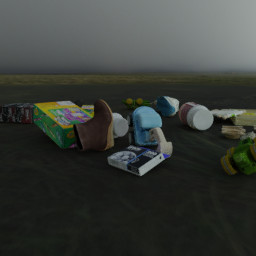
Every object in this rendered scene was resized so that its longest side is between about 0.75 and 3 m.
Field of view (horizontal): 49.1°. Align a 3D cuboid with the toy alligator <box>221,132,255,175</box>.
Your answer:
[{"bbox_3d":[3.087,0.652,7.072,0.936,0.678,2.823,-31,-6,32],"label":"toy alligator"}]

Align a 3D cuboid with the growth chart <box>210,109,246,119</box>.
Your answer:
[{"bbox_3d":[4.375,-0.720,13.837,1.926,0.236,2.662,-12,8,-29],"label":"growth chart"}]

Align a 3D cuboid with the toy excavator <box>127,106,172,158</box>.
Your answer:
[{"bbox_3d":[0.689,0.112,8.573,0.979,1.906,1.960,-2,-16,-13],"label":"toy excavator"}]

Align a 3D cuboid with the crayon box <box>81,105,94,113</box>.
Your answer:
[{"bbox_3d":[-2.127,-0.825,14.507,1.914,0.558,1.137,-1,14,-3],"label":"crayon box"}]

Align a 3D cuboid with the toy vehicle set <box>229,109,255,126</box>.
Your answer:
[{"bbox_3d":[5.956,-0.538,13.637,1.730,0.369,2.784,3,12,13],"label":"toy vehicle set"}]

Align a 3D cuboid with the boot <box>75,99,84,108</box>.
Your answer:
[{"bbox_3d":[-2.297,-0.707,12.496,0.378,1.092,0.951,31,12,-26],"label":"boot"}]

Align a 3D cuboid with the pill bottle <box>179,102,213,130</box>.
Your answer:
[{"bbox_3d":[2.865,-0.499,11.867,1.008,1.008,1.766,-1,12,-6],"label":"pill bottle"}]

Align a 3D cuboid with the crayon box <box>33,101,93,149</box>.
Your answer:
[{"bbox_3d":[-2.169,-0.206,9.866,1.492,0.732,2.512,-9,28,-37],"label":"crayon box"}]

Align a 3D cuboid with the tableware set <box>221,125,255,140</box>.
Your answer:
[{"bbox_3d":[4.516,0.155,10.517,1.991,0.277,2.384,5,12,21],"label":"tableware set"}]

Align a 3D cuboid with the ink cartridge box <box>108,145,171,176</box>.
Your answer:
[{"bbox_3d":[0.288,0.732,7.186,1.173,0.254,1.162,-26,25,-38],"label":"ink cartridge box"}]

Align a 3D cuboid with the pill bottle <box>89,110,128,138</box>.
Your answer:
[{"bbox_3d":[-0.772,-0.141,10.321,0.920,0.920,1.684,-10,15,-41],"label":"pill bottle"}]

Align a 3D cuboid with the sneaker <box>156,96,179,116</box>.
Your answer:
[{"bbox_3d":[2.340,-1.275,15.628,1.122,1.063,2.778,1,13,-5],"label":"sneaker"}]

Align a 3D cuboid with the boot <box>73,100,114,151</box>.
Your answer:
[{"bbox_3d":[-1.057,-0.126,8.424,0.606,1.674,1.393,-23,-15,35],"label":"boot"}]

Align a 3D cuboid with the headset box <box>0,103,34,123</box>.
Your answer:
[{"bbox_3d":[-5.062,-0.743,13.606,2.048,0.791,1.524,3,12,9],"label":"headset box"}]

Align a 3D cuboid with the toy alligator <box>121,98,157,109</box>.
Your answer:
[{"bbox_3d":[0.774,-1.445,17.546,2.401,0.577,0.796,0,-20,3],"label":"toy alligator"}]
